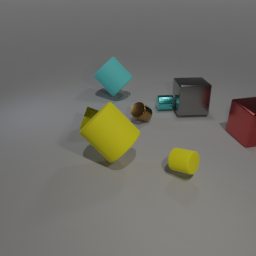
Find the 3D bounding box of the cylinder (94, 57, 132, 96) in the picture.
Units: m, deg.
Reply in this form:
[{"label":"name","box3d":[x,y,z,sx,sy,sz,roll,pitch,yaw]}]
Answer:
[{"label":"cylinder","box3d":[-0.740,-2.572,14.031,1.400,1.400,1.400,46,31,-9]}]

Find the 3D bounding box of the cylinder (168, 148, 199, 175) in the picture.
[{"label":"cylinder","box3d":[1.700,1.001,8.539,0.700,0.700,0.700,9,27,42]}]

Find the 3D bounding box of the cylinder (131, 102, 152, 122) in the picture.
[{"label":"cylinder","box3d":[0.584,-0.675,11.933,0.700,0.700,0.700,22,-1,35]}]

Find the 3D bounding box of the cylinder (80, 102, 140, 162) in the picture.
[{"label":"cylinder","box3d":[-0.578,0.131,8.969,1.400,1.400,1.400,45,31,-9]}]

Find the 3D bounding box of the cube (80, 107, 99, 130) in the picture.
[{"label":"cube","box3d":[-1.448,-0.291,11.172,0.700,0.700,0.700,20,38,-9]}]

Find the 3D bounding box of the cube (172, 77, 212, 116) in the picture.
[{"label":"cube","box3d":[2.858,-1.457,12.798,1.400,1.400,1.400,-2,25,-3]}]

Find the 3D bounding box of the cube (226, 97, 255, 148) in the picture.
[{"label":"cube","box3d":[4.826,-0.268,10.697,1.400,1.400,1.400,-7,30,-12]}]

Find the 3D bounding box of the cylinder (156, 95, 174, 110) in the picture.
[{"label":"cylinder","box3d":[1.732,-1.195,13.153,0.700,0.700,0.700,-3,29,-5]}]
